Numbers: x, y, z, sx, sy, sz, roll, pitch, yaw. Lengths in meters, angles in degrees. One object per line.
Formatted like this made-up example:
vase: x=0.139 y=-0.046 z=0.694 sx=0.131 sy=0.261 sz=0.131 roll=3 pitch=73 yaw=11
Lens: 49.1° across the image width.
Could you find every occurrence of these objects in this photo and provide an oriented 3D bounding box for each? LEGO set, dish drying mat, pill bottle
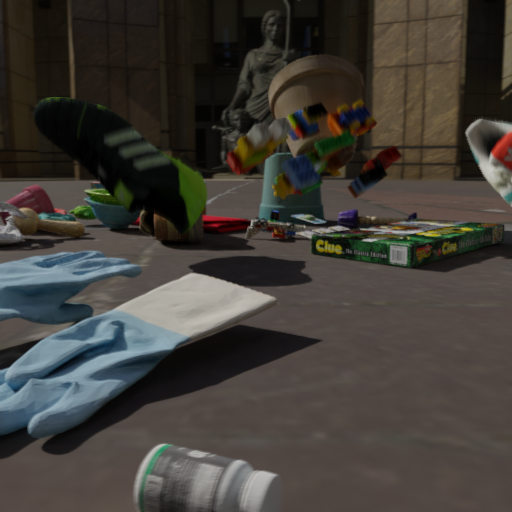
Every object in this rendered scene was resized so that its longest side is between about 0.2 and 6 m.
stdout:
LEGO set: x=0.921 y=-0.489 z=11.727 sx=2.221 sy=0.545 sz=1.659 roll=21 pitch=20 yaw=35
dish drying mat: x=-1.877 y=-0.899 z=13.851 sx=3.633 sy=0.331 sz=1.395 roll=7 pitch=11 yaw=37
pill bottle: x=-0.204 y=1.041 z=2.449 sx=0.579 sy=0.327 sz=0.327 roll=5 pitch=11 yaw=22

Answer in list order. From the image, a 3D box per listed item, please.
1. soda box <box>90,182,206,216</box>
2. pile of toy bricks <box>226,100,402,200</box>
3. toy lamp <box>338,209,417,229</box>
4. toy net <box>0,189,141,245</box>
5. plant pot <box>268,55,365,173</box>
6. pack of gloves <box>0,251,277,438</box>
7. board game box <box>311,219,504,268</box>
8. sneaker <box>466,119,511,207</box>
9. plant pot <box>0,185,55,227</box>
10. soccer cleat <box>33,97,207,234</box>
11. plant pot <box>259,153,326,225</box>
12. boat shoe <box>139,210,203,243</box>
soda box: x=-3.087 y=-1.628 z=16.111 sx=3.221 sy=1.024 sz=1.102 roll=3 pitch=10 yaw=16
pile of toy bricks: x=1.125 y=-1.815 z=11.416 sx=3.645 sy=2.022 sz=1.800 roll=-25 pitch=-10 yaw=-39
toy lamp: x=2.789 y=-0.819 z=12.932 sx=1.766 sy=0.514 sz=0.514 roll=2 pitch=10 yaw=15
toy net: x=-4.597 y=-0.988 z=12.125 sx=2.390 sy=0.880 sz=4.557 roll=14 pitch=15 yaw=31
plant pot: x=1.511 y=-3.197 z=13.379 sx=2.348 sy=2.038 sz=2.348 roll=-2 pitch=-29 yaw=-1
pack of gloves: x=-1.663 y=0.681 z=4.711 sx=2.515 sy=0.591 sz=2.993 roll=16 pitch=21 yaw=29
board game box: x=2.892 y=-0.314 z=10.262 sx=1.935 sy=0.433 sz=3.693 roll=11 pitch=15 yaw=42
sneaker: x=4.287 y=-1.065 z=8.482 sx=1.552 sy=1.169 sz=3.321 roll=28 pitch=25 yaw=-30
plant pot: x=-5.284 y=-1.005 z=12.838 sx=1.034 sy=1.034 sz=0.925 roll=9 pitch=29 yaw=42
soccer cleat: x=-2.199 y=-1.475 z=9.102 sx=3.108 sy=1.049 sz=1.260 roll=29 pitch=43 yaw=-17
plant pot: x=0.926 y=-1.790 z=14.740 sx=1.849 sy=1.811 sz=1.849 roll=-1 pitch=10 yaw=0
boat shoe: x=-1.928 y=-0.917 z=11.713 sx=1.074 sy=1.133 sz=2.992 roll=-8 pitch=12 yaw=-18
